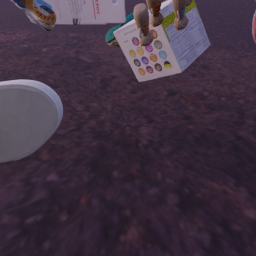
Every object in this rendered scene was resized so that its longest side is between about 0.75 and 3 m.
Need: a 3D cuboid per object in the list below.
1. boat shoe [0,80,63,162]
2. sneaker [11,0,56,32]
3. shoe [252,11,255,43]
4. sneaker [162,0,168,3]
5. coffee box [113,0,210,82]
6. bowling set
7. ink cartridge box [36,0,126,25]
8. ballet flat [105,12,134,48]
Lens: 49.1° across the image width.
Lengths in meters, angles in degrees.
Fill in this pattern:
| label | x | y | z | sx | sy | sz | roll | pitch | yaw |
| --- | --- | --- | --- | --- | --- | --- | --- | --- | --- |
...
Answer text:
| label | x | y | z | sx | sy | sz | roll | pitch | yaw |
| --- | --- | --- | --- | --- | --- | --- | --- | --- | --- |
| boat shoe | -1.673 | -0.005 | 3.367 | 2.371 | 0.827 | 0.844 | -24 | 23 | 24 |
| sneaker | -2.344 | -2.817 | 6.684 | 1.346 | 0.593 | 0.507 | 41 | 66 | -7 |
| shoe | 3.496 | -2.860 | 6.787 | 0.984 | 2.755 | 1.253 | 33 | 65 | 22 |
| sneaker | 1.045 | -3.316 | 6.886 | 0.732 | 1.808 | 0.668 | 21 | 50 | 19 |
| coffee box | 0.701 | -1.779 | 5.614 | 1.189 | 1.177 | 1.190 | -2 | 34 | 49 |
| bowling set | 0.713 | -1.778 | 4.017 | 1.020 | 0.787 | 1.466 | 12 | 66 | 17 |
| ink cartridge box | -1.303 | -4.003 | 8.229 | 2.928 | 1.696 | 0.977 | 8 | 35 | 20 |
| ballet flat | 0.071 | -3.075 | 8.875 | 0.738 | 0.798 | 2.367 | 16 | -4 | -28 |
